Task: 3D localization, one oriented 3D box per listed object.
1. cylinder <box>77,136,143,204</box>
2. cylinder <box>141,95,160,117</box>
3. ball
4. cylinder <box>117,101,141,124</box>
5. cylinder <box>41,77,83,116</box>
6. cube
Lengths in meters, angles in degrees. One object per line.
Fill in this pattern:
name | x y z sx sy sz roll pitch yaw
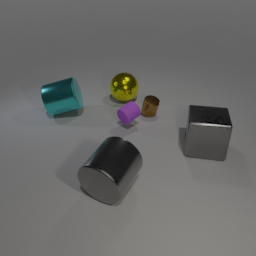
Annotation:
cylinder | -0.487 1.189 8.039 1.400 1.400 1.400 16 42 24
cylinder | 0.983 -0.955 12.294 0.700 0.700 0.700 7 45 -8
ball | -0.181 -1.963 13.459 1.400 1.400 1.400 0 31 0
cylinder | 0.035 -0.611 11.286 0.700 0.700 0.700 -36 45 -26
cylinder | -2.833 -1.359 12.167 1.400 1.400 1.400 -15 31 5
cube | 2.791 0.141 9.942 1.400 1.400 1.400 6 31 10
